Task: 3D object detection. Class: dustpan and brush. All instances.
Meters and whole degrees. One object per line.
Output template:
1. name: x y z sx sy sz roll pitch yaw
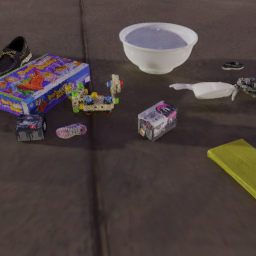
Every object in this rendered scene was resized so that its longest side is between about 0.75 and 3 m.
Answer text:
1. dustpan and brush: 2.198 -1.190 8.516 1.814 0.519 1.266 -7 -6 9

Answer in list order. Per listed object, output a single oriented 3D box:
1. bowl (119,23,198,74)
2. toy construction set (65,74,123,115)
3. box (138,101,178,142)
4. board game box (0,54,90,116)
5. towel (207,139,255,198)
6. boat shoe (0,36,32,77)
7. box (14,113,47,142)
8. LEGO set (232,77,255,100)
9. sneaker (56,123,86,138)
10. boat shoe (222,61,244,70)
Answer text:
1. bowl: 1.120 -2.944 10.683 2.903 1.305 2.903 -1 37 0
2. toy construction set: -1.004 -0.994 8.634 1.855 0.855 1.216 -15 38 -1
3. box: 0.819 -0.203 7.658 0.581 0.670 1.014 31 47 34
4. board game box: -2.909 -1.482 9.326 1.959 0.652 2.913 19 42 23
5. towel: 3.153 1.254 6.170 1.254 0.263 2.914 -13 38 -25
6. boat shoe: -4.499 -2.668 10.709 0.985 0.832 2.762 1 38 1
7. box: -2.633 -0.025 7.647 0.704 0.403 0.773 -5 38 -5
8. LEGO set: 4.401 -1.510 9.353 1.527 0.667 2.352 30 47 33
9. sneaker: -1.563 0.043 7.671 0.805 0.324 0.356 -10 32 -19
10. boat shoe: 4.112 -2.452 10.901 0.865 0.261 0.327 -9 39 -11
